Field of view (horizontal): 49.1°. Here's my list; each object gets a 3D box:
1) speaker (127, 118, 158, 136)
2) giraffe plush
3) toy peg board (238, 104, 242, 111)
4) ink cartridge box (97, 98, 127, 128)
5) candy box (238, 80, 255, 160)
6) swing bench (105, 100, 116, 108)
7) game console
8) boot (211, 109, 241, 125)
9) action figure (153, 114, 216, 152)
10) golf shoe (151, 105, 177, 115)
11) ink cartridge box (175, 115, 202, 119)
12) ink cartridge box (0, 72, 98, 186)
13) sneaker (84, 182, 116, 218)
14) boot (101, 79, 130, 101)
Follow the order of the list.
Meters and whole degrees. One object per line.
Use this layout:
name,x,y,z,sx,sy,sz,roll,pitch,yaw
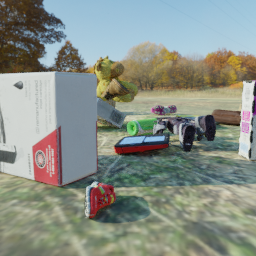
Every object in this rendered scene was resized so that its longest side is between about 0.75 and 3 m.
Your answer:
speaker,0.565,-0.040,9.104,1.212,0.536,0.536,-7,10,-41
giraffe plush,-0.761,-2.185,12.300,2.294,1.860,1.979,-11,25,-13
toy peg board,5.198,-0.580,12.178,0.409,0.834,0.837,14,4,-17
ink cartridge box,-1.314,-0.662,11.246,1.367,0.632,2.509,31,-11,-32
candy box,3.007,-0.171,5.917,1.117,1.639,0.500,0,8,-5
swing bench,-2.246,-1.685,17.053,2.627,1.714,2.642,-1,13,-13
game console,0.375,0.331,6.795,1.263,0.222,1.428,-9,7,11
boot,5.022,-0.514,11.748,2.604,0.836,2.427,3,7,44
action figure,1.514,0.042,7.754,1.535,0.819,2.360,-8,5,-6
golf shoe,2.004,-0.973,16.137,1.593,0.600,0.729,-1,-9,-18
ink cartridge box,2.784,-0.324,11.752,1.633,0.384,1.614,0,7,14
ink cartridge box,-1.778,-0.097,5.037,2.393,1.727,1.002,5,9,32
sneaker,-0.330,0.852,3.451,0.352,0.319,0.829,5,8,5
boot,-0.531,-1.371,10.845,0.820,0.840,2.227,44,-4,-11
